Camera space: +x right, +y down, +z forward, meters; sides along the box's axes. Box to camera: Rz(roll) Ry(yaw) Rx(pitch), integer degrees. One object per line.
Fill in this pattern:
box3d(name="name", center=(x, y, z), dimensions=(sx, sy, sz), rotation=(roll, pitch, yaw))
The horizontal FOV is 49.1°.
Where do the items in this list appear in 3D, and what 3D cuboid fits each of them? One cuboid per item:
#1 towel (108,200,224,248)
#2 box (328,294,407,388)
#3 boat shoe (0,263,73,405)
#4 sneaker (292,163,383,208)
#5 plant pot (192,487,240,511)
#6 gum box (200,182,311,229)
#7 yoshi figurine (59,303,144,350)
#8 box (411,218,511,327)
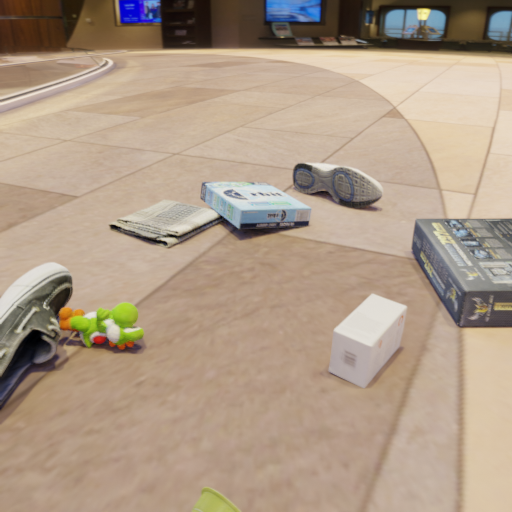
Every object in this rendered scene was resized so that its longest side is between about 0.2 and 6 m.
box3d(name="towel", center=(-1.904, -0.782, 11.960), dimensions=(1.793, 0.322, 1.862), rotation=(17, 31, 31))
box3d(name="box", center=(1.511, 1.116, 7.541), dimensions=(0.551, 0.702, 1.129), rotation=(21, 34, 31))
box3d(name="boat shoe", center=(-3.107, 1.132, 7.499), dimensions=(0.975, 0.991, 2.749), rotation=(19, 38, 6))
box3d(name="sneaker", center=(2.063, -1.837, 13.525), dimensions=(1.098, 0.939, 2.521), rotation=(-16, 30, -40))
box3d(name="plant pot", center=(-0.449, 2.547, 4.718), dimensions=(0.810, 0.810, 0.769), rotation=(22, 47, 38))
box3d(name="gum box", center=(-0.049, -1.151, 12.295), dimensions=(1.705, 0.447, 2.006), rotation=(-4, 24, -29))
box3d(name="yoshi figurine", center=(-2.138, 0.885, 7.958), dimensions=(1.190, 0.666, 0.669), rotation=(8, 41, 14))
box3d(name="box", center=(4.083, 0.177, 9.520), dimensions=(2.185, 0.707, 2.771), rotation=(0, 26, -2))
